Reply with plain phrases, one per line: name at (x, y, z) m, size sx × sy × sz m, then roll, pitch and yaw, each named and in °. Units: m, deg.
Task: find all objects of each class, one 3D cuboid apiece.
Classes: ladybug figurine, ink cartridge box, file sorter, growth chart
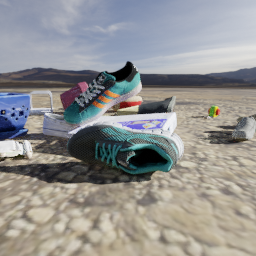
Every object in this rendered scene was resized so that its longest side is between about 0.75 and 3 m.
ladybug figurine at (-0.106, -1.423, 16.379) m, size 2.067 × 0.744 × 1.403 m, roll -8°, pitch 0°, yaw -18°
ink cartridge box at (-0.018, 0.044, 8.714) m, size 2.772 × 0.602 × 2.746 m, roll -2°, pitch 12°, yaw 16°
file sorter at (-4.903, -1.434, 15.702) m, size 1.308 × 1.174 × 1.886 m, roll -3°, pitch 11°, yaw -13°
growth chart at (-3.803, 0.591, 7.335) m, size 2.556 × 0.227 × 1.850 m, roll -2°, pitch 11°, yaw -14°

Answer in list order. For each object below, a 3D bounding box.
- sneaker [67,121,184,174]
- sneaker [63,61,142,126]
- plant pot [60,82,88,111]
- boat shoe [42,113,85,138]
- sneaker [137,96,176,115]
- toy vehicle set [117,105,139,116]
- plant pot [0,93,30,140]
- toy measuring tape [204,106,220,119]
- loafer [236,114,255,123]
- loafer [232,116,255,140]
sneaker at (-0.125, 0.467, 6.072) m, size 2.649 × 1.028 × 1.208 m, roll 0°, pitch 14°, yaw 9°
sneaker at (-0.880, -1.160, 8.796) m, size 2.812 × 1.123 × 1.003 m, roll -33°, pitch 48°, yaw -14°
plant pot at (-2.885, -1.550, 15.561) m, size 1.522 × 1.701 × 1.701 m, roll -20°, pitch 16°, yaw -17°
boat shoe at (-1.855, -0.118, 9.485) m, size 2.518 × 0.823 × 0.926 m, roll 4°, pitch 11°, yaw 18°
sneaker at (1.356, -0.894, 12.870) m, size 1.575 × 1.109 × 2.965 m, roll 3°, pitch 12°, yaw 12°
toy vehicle set at (0.806, -0.866, 14.789) m, size 1.710 × 0.365 × 2.752 m, roll 5°, pitch 12°, yaw 27°
plant pot at (-4.285, -0.403, 9.333) m, size 1.610 × 1.448 × 1.610 m, roll 9°, pitch 14°, yaw 42°
toy measuring tape at (4.190, -0.806, 13.995) m, size 0.590 × 0.590 × 1.604 m, roll 8°, pitch 13°, yaw 36°
loafer at (5.442, -0.417, 11.309) m, size 2.001 × 0.683 × 0.757 m, roll 2°, pitch 6°, yaw 15°
loafer at (3.920, -0.025, 9.414) m, size 0.671 × 0.670 × 1.919 m, roll 6°, pitch 12°, yaw 28°
